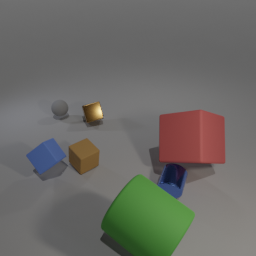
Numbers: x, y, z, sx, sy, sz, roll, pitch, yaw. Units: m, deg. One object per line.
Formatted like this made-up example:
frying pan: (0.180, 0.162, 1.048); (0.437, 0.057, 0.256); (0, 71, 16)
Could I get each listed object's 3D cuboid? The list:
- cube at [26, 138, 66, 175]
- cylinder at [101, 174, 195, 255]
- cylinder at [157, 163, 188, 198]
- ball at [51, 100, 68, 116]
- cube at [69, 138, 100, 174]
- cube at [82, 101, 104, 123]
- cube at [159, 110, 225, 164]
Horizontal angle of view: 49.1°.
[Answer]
cube: (-2.393, 0.818, 8.255); (0.700, 0.700, 0.700); (-36, 1, 12)
cylinder: (0.408, 1.906, 5.739); (1.400, 1.400, 1.400); (34, 40, 17)
cylinder: (1.235, 1.465, 7.766); (0.700, 0.700, 0.700); (11, 47, 19)
ball: (-2.849, -0.833, 11.708); (0.700, 0.700, 0.700); (0, 29, 0)
cube: (-1.384, 0.879, 8.788); (0.700, 0.700, 0.700); (-25, 50, -34)
cube: (-1.438, -0.647, 11.359); (0.700, 0.700, 0.700); (-17, 7, -11)
cube: (1.869, 0.319, 8.160); (1.400, 1.400, 1.400); (-5, -10, 43)
